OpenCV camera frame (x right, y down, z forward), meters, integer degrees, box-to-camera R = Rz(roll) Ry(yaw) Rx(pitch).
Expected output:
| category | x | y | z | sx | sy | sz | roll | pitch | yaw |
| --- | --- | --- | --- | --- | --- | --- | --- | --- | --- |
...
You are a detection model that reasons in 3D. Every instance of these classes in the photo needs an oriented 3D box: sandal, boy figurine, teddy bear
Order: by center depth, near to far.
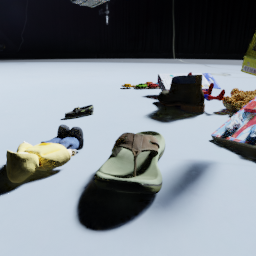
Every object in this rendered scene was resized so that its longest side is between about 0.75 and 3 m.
| category | x | y | z | sx | sy | sz | roll | pitch | yaw |
| --- | --- | --- | --- | --- | --- | --- | --- | --- | --- |
| sandal | 0.124 | 0.427 | 5.474 | 1.186 | 0.852 | 2.987 | 3 | 17 | 9 |
| boy figurine | -1.762 | 0.474 | 5.728 | 1.265 | 0.656 | 2.035 | 10 | 17 | 21 |
| teddy bear | 4.695 | -1.086 | 10.564 | 2.528 | 0.844 | 1.833 | -5 | 19 | -14 |

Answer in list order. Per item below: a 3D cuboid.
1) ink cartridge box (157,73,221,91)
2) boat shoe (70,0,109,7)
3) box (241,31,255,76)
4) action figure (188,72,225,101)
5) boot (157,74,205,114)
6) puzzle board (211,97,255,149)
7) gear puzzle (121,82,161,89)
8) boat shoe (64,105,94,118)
| category | x | y | z | sx | sy | sz | roll | pitch | yaw |
| --- | --- | --- | --- | --- | --- | --- | --- | --- | --- |
| ink cartridge box | 2.928 | -2.094 | 13.618 | 2.722 | 0.571 | 1.624 | -4 | 38 | -6 |
| boat shoe | -0.345 | -3.721 | 7.180 | 1.128 | 0.977 | 2.645 | 3 | -8 | -45 |
| box | 3.525 | -2.499 | 6.833 | 0.598 | 2.386 | 0.898 | 23 | -5 | 20 |
| action figure | 2.843 | -1.762 | 11.455 | 0.902 | 1.368 | 2.764 | 25 | -7 | -23 |
| boot | 2.074 | -1.522 | 11.019 | 1.067 | 1.385 | 2.857 | -8 | 18 | -24 |
| puzzle board | 3.795 | -0.432 | 6.952 | 2.896 | 0.252 | 2.182 | -36 | 24 | -20 |
| gear puzzle | 0.944 | -2.512 | 16.089 | 2.728 | 0.357 | 1.413 | -3 | 17 | -11 |
| boat shoe | -1.692 | -0.582 | 9.716 | 1.135 | 0.342 | 0.405 | -14 | 21 | -38 |
